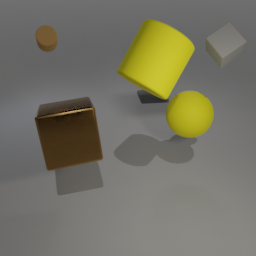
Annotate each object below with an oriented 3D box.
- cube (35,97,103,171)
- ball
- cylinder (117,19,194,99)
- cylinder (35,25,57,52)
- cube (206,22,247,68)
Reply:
[{"bbox_3d":[-1.520,0.087,7.315,1.400,1.400,1.400,-11,19,-10],"label":"cube"},{"bbox_3d":[1.835,-0.410,8.379,1.400,1.400,1.400,0,29,0],"label":"ball"},{"bbox_3d":[0.657,-1.623,6.789,1.400,1.400,1.400,29,5,-3],"label":"cylinder"},{"bbox_3d":[-2.790,-3.052,9.616,0.700,0.700,0.700,-8,0,-15],"label":"cylinder"},{"bbox_3d":[2.477,-2.097,7.144,0.700,0.700,0.700,-34,73,7],"label":"cube"}]
